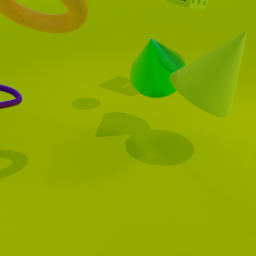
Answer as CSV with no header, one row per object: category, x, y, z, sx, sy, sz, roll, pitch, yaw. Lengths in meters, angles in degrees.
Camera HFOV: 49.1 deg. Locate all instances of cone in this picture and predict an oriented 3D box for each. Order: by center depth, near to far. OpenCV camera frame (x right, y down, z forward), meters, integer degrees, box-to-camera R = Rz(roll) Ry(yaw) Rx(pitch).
cone,2.070,-1.397,6.189,1.659,1.665,1.659,22,32,-15
cone,0.669,-1.749,6.921,1.537,1.543,1.537,-3,72,10

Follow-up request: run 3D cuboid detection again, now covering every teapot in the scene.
teapot,-2.355,-0.308,3.745,1.794,1.115,0.878,-15,56,-30

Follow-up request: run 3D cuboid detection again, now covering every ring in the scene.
ring,-1.481,-2.063,4.576,1.665,0.333,1.665,8,-10,1

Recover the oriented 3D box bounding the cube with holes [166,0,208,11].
cube with holes,1.819,-4.580,8.736,1.319,1.319,1.319,33,33,25
